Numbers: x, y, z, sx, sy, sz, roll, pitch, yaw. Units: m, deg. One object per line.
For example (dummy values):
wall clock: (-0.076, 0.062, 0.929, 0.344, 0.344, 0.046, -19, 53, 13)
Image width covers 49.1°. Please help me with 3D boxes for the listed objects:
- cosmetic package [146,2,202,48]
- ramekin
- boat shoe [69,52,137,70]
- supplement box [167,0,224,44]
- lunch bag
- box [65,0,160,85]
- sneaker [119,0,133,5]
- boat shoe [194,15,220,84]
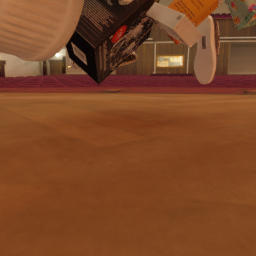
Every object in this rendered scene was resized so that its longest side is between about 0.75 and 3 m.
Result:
cosmetic package: (1.032, -2.466, 6.638, 0.673, 0.413, 1.631, 31, 17, -33)
ramekin: (-1.790, -2.166, 4.208, 2.199, 2.199, 1.154, 8, 9, 37)
boat shoe: (-0.800, -2.623, 10.261, 2.664, 0.980, 0.889, -25, 54, -30)
supplement box: (2.039, -3.570, 7.695, 2.627, 0.874, 0.904, -41, -6, 13)
lunch bag: (2.575, -2.657, 5.328, 1.324, 1.128, 0.807, -21, -9, -6)
box: (-0.523, -3.040, 8.314, 1.468, 2.568, 2.821, 43, -10, 4)
sneaker: (-0.619, -3.587, 6.085, 2.210, 0.885, 0.777, 28, 3, -22)
boat shoe: (2.705, -2.583, 9.331, 0.747, 2.202, 0.790, -10, 9, -38)
